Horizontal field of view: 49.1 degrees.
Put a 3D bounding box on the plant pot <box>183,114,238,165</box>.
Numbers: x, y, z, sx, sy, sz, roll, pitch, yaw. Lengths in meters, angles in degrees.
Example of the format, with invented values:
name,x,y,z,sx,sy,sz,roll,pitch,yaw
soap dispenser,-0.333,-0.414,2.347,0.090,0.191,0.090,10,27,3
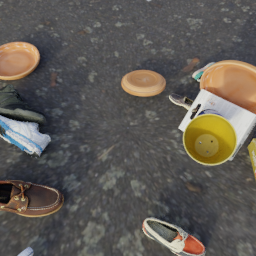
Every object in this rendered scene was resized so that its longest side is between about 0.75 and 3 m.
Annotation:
name,x,y,z,sx,sy,sz,roll,pitch,yaw
plant pot,2.176,0.390,7.592,1.347,0.956,1.347,-3,75,10

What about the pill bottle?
name,x,y,z,sx,sy,sz,roll,pitch,yaw
pill bottle,2.699,-0.085,9.123,0.964,0.964,1.724,6,14,4

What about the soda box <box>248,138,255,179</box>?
name,x,y,z,sx,sy,sz,roll,pitch,yaw
soda box,4.698,1.294,9.638,0.598,0.633,1.868,2,56,1

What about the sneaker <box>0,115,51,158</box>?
name,x,y,z,sx,sy,sz,roll,pitch,yaw
sneaker,-3.947,0.100,10.412,2.485,0.931,1.077,32,55,11

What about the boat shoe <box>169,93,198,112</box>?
name,x,y,z,sx,sy,sz,roll,pitch,yaw
boat shoe,2.289,-1.120,11.418,1.285,0.417,0.462,33,57,18

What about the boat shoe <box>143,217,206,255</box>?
name,x,y,z,sx,sy,sz,roll,pitch,yaw
boat shoe,1.368,3.238,8.312,1.997,0.625,0.711,23,57,13

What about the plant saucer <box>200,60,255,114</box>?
name,x,y,z,sx,sy,sz,roll,pitch,yaw
plant saucer,3.902,-1.305,9.919,2.733,2.733,0.511,30,64,19

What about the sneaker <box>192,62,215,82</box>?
name,x,y,z,sx,sy,sz,roll,pitch,yaw
sneaker,3.488,-2.415,12.339,1.324,0.473,0.529,-31,69,-16

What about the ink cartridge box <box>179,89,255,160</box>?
name,x,y,z,sx,sy,sz,roll,pitch,yaw
ink cartridge box,3.253,-0.163,10.228,2.222,0.634,1.806,36,100,38

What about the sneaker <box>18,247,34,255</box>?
name,x,y,z,sx,sy,sz,roll,pitch,yaw
sneaker,-3.191,4.261,7.650,0.692,0.714,1.955,34,69,8

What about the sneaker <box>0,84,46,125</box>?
name,x,y,z,sx,sy,sz,roll,pitch,yaw
sneaker,-4.298,-0.947,10.960,2.609,0.997,1.494,11,62,14

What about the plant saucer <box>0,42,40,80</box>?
name,x,y,z,sx,sy,sz,roll,pitch,yaw
plant saucer,-5.158,-2.999,12.721,2.345,0.439,2.345,0,56,1

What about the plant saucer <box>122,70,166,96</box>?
name,x,y,z,sx,sy,sz,roll,pitch,yaw
plant saucer,0.661,-1.971,11.817,1.867,0.301,1.867,0,40,0

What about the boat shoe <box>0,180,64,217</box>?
name,x,y,z,sx,sy,sz,roll,pitch,yaw
boat shoe,-3.518,2.173,8.830,2.846,1.001,1.002,1,54,-1
